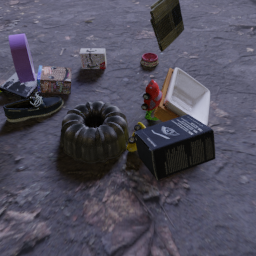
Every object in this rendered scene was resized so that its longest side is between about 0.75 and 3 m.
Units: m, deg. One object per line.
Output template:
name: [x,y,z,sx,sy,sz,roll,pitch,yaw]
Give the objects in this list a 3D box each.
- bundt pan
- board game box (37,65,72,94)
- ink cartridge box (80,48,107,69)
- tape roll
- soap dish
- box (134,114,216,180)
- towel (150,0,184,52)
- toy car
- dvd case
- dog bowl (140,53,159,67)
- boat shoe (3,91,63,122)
bundt pan: [-1.318,-0.060,11.103,2.905,1.090,2.905,0,43,0]
board game box: [-3.526,-2.323,13.524,1.564,0.758,1.247,1,43,-13]
ink cartridge box: [-1.856,-3.693,14.966,1.335,0.980,0.553,0,45,2]
tape roll: [-4.131,-2.721,11.008,0.601,1.832,1.832,-13,45,-14]
soap dish: [2.248,-1.029,11.570,2.169,1.120,2.756,32,45,-11]
box: [1.174,0.435,7.193,1.681,0.877,1.244,-18,26,-11]
towel: [1.859,-5.103,13.325,0.383,2.137,2.219,18,55,38]
toy car: [0.941,-0.541,11.148,0.642,2.877,2.707,23,20,13]
dvd case: [-5.107,-2.195,13.727,1.416,0.233,1.884,21,45,3]
dog bowl: [1.206,-3.800,15.513,1.041,0.384,1.041,0,44,0]
boat shoe: [-4.124,-1.013,12.303,2.520,0.779,0.944,-15,46,-16]
